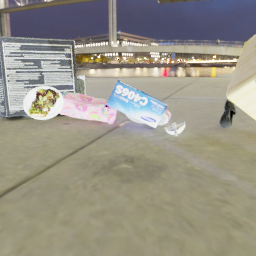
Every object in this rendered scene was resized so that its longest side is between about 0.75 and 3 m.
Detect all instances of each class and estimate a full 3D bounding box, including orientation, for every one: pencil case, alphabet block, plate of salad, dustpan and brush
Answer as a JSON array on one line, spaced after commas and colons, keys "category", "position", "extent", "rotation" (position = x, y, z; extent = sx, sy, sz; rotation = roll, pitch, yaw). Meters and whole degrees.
[{"category": "pencil case", "position": [-1.309, -0.681, 9.121], "extent": [1.958, 0.856, 0.856], "rotation": [12, 16, 18]}, {"category": "alphabet block", "position": [3.850, -1.266, 5.921], "extent": [2.199, 2.187, 2.239], "rotation": [-57, 7, -31]}, {"category": "plate of salad", "position": [-2.495, -0.700, 8.336], "extent": [1.176, 1.176, 0.283], "rotation": [-6, 38, -23]}, {"category": "dustpan and brush", "position": [1.252, 0.045, 7.371], "extent": [0.581, 0.238, 0.832], "rotation": [-17, 30, 12]}]

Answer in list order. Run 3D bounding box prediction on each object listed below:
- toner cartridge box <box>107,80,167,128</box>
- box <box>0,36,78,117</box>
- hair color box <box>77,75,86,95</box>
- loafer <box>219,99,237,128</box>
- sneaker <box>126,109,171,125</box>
[{"category": "toner cartridge box", "position": [0.262, -0.703, 8.199], "extent": [1.614, 0.766, 0.348], "rotation": [25, 18, -5]}, {"category": "box", "position": [-3.384, -1.874, 10.482], "extent": [2.679, 2.658, 1.651], "rotation": [-7, 9, -30]}, {"category": "hair color box", "position": [-3.218, -1.607, 12.352], "extent": [2.655, 1.315, 0.805], "rotation": [-2, 1, -9]}, {"category": "loafer", "position": [3.139, -0.499, 8.559], "extent": [0.387, 1.102, 0.374], "rotation": [6, -24, 43]}, {"category": "sneaker", "position": [0.687, -0.484, 9.318], "extent": [1.497, 0.542, 0.853], "rotation": [16, 24, 17]}]
